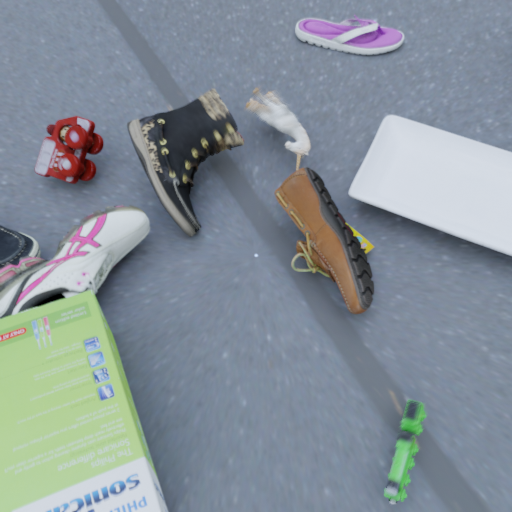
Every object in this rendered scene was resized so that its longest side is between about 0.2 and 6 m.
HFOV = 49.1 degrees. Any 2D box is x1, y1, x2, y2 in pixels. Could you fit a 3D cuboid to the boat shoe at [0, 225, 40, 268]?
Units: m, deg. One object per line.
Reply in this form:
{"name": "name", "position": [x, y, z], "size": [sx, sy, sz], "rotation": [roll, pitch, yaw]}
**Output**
{"name": "boat shoe", "position": [-4.544, -0.300, 8.067], "size": [2.958, 0.921, 1.104], "rotation": [14, 53, 12]}

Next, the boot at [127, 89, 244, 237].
{"name": "boot", "position": [-0.921, -1.498, 8.669], "size": [1.566, 0.761, 2.080], "rotation": [-27, 75, -2]}

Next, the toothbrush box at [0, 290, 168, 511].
{"name": "toothbrush box", "position": [-2.367, 2.063, 6.315], "size": [2.031, 1.201, 2.789], "rotation": [-20, 57, -14]}

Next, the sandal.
{"name": "sandal", "position": [1.887, -4.526, 11.267], "size": [2.203, 0.541, 0.896], "rotation": [6, 56, 4]}

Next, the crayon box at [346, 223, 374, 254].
{"name": "crayon box", "position": [1.367, -0.195, 8.498], "size": [0.458, 0.183, 0.722], "rotation": [-35, 62, -21]}

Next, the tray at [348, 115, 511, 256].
{"name": "tray", "position": [3.413, -0.924, 8.685], "size": [3.617, 0.401, 1.942], "rotation": [22, 62, 13]}

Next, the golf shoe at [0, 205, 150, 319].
{"name": "golf shoe", "position": [-2.419, 0.242, 7.772], "size": [2.443, 0.887, 1.125], "rotation": [-36, 59, -17]}

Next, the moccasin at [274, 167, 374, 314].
{"name": "moccasin", "position": [0.924, -0.174, 8.030], "size": [0.892, 0.845, 2.311], "rotation": [-35, 71, 21]}

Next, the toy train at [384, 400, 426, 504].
{"name": "toy train", "position": [1.698, 2.209, 6.397], "size": [0.250, 0.338, 1.198], "rotation": [8, 55, 28]}

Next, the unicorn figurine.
{"name": "unicorn figurine", "position": [0.398, -2.212, 9.252], "size": [0.589, 1.096, 1.596], "rotation": [-41, 30, 22]}

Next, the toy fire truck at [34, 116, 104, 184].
{"name": "toy fire truck", "position": [-3.019, -1.708, 8.918], "size": [0.908, 0.606, 1.082], "rotation": [19, 95, 13]}
